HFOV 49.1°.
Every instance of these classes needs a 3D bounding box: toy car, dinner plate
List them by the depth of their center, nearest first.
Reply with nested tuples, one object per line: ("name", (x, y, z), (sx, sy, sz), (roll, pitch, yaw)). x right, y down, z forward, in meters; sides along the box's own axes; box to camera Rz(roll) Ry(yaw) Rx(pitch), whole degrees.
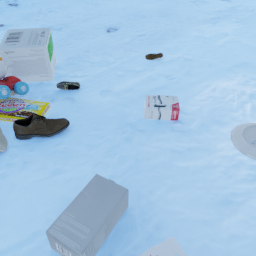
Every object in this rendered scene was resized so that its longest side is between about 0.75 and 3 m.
("dinner plate", (5.151, 0.446, 10.859), (2.212, 0.268, 2.212), (-1, 42, 1))
("toy car", (-5.499, -2.296, 12.128), (1.764, 1.914, 1.692), (8, 22, 42))

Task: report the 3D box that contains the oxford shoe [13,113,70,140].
("oxford shoe", (-3.399, -0.141, 11.017), (2.174, 0.918, 0.790), (-10, 41, -14))

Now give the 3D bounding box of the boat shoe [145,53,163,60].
("boat shoe", (1.484, -4.068, 15.899), (1.017, 0.367, 0.366), (-9, 11, 6))

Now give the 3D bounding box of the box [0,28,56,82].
("box", (-4.970, -3.694, 14.194), (2.272, 1.947, 2.261), (-4, 41, -6))

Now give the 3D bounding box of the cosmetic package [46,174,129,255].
("cosmetic package", (-1.047, 2.543, 7.950), (1.235, 1.042, 2.311), (23, 44, 24))

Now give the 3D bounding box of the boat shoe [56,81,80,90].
("boat shoe", (-2.878, -2.023, 13.490), (1.148, 0.409, 0.346), (-5, 38, -9))

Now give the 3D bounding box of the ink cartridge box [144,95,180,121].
("ink cartridge box", (1.435, -0.892, 12.069), (1.453, 0.608, 1.048), (2, 42, 2))

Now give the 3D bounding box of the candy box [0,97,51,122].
("candy box", (-4.809, -0.781, 12.089), (2.579, 0.341, 1.318), (8, 41, 12))

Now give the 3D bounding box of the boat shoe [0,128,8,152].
("boat shoe", (-5.104, 0.448, 10.804), (0.503, 0.583, 1.604), (-47, 53, 13))

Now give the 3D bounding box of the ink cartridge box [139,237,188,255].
("ink cartridge box", (0.462, 3.856, 6.581), (2.430, 0.810, 1.407), (-22, 46, -23))
